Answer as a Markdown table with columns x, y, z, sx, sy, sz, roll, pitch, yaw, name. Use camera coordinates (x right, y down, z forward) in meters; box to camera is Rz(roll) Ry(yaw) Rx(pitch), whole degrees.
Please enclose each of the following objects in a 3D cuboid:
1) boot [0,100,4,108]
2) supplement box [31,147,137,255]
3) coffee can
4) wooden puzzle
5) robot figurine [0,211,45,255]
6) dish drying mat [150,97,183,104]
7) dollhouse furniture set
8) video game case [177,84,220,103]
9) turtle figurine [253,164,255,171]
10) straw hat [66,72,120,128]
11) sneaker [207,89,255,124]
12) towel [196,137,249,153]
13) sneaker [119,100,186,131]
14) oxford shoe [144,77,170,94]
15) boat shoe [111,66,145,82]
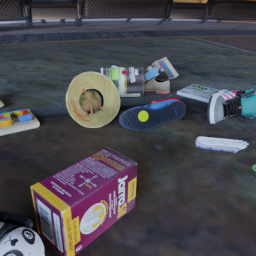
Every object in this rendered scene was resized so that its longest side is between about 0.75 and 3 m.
| x | y | z | sx | sy | sz | roll | pitch | yaw | name |
| --- | --- | --- | --- | --- | --- | --- | --- | --- | --- |
| -5.727 | -1.481 | 11.332 | 1.631 | 1.261 | 0.588 | 18 | 32 | 31 | boot |
| -0.792 | 1.407 | 5.607 | 0.988 | 1.253 | 1.914 | 23 | 35 | 35 | supplement box |
| -0.260 | -2.001 | 12.295 | 1.812 | 1.326 | 1.326 | -3 | 27 | -4 | coffee can |
| -4.059 | -0.325 | 10.044 | 1.425 | 0.356 | 1.539 | -14 | 30 | -27 | wooden puzzle |
| -2.265 | 2.033 | 4.392 | 1.876 | 1.171 | 1.410 | 6 | 72 | 12 | robot figurine |
| 1.605 | -1.091 | 11.668 | 1.477 | 0.134 | 0.567 | -16 | 34 | -37 | dish drying mat |
| 1.427 | -2.638 | 14.656 | 1.743 | 1.138 | 1.646 | -41 | 14 | -10 | dollhouse furniture set |
| 3.318 | -1.602 | 12.796 | 1.624 | 0.179 | 1.480 | 22 | 34 | 38 | video game case |
| 3.536 | 1.025 | 6.847 | 0.917 | 0.681 | 0.946 | -8 | 26 | -40 | turtle figurine |
| -1.387 | -0.913 | 10.087 | 2.095 | 2.095 | 0.887 | -17 | -4 | -30 | straw hat |
| 3.959 | -0.766 | 10.201 | 1.605 | 1.111 | 2.658 | 6 | 24 | 32 | sneaker |
| 2.361 | 0.456 | 7.301 | 1.179 | 0.191 | 1.605 | 6 | -8 | 13 | towel |
| 0.796 | -0.461 | 9.993 | 2.510 | 0.827 | 0.984 | -14 | 10 | -19 | sneaker |
| 1.061 | -2.077 | 13.140 | 1.894 | 0.708 | 0.667 | 8 | 28 | 16 | oxford shoe |
| -0.098 | -2.476 | 14.071 | 2.034 | 0.725 | 0.612 | 26 | 77 | 23 | boat shoe |
